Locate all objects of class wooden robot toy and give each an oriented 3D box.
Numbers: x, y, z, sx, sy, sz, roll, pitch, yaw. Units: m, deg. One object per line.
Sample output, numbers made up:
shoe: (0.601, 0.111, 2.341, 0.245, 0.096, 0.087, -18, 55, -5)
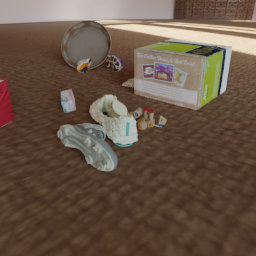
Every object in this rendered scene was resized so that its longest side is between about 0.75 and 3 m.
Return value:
wooden robot toy: (0.450, -0.235, 8.501, 1.378, 0.607, 0.625, 18, 42, 34)

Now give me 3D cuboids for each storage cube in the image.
storage cube: (-4.491, -0.695, 8.439, 1.544, 1.388, 1.320, 9, 27, 16)

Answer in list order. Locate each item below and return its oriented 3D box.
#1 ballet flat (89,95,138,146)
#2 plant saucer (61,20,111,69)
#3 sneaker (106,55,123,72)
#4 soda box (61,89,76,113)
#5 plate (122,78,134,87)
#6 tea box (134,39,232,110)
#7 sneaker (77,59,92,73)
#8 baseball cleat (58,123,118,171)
ballet flat: (-0.436, -0.477, 8.493, 1.061, 1.061, 2.958, -11, 27, -21)
plant saucer: (-2.226, -4.444, 15.225, 2.779, 2.779, 0.446, 5, -8, 9)
sneaker: (-0.590, -3.535, 15.005, 0.825, 0.797, 1.978, -2, 25, -17)
soda box: (-2.163, -0.997, 10.101, 0.437, 0.407, 1.279, -15, 27, -7)
plate: (0.330, -2.049, 12.619, 0.959, 0.155, 0.957, 10, 28, 20)
tea box: (2.131, -2.264, 11.046, 2.835, 1.894, 2.789, 20, 32, 35)
sneaker: (-2.415, -3.225, 14.610, 0.655, 0.539, 1.423, 3, 28, 17)
baseball cleat: (-0.814, 0.315, 7.078, 1.196, 0.783, 2.247, -17, 34, -41)
